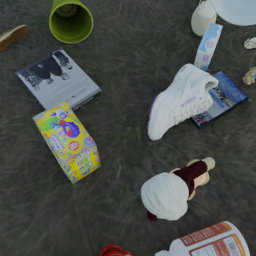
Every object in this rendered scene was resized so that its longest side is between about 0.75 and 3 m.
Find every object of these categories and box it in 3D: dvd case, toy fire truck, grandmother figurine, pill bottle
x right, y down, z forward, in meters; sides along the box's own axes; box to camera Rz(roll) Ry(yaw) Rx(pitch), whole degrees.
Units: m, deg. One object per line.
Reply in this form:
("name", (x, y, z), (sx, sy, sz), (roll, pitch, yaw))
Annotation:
("dvd case", (2.638, -0.910, 8.919), (1.882, 0.165, 1.342), (-31, 63, -6))
("toy fire truck", (-0.512, 3.633, 6.234), (1.837, 1.030, 1.542), (-23, 82, -11))
("grandmother figurine", (0.771, 0.967, 4.507), (0.717, 2.366, 1.435), (35, 96, 21))
("pill bottle", (1.670, 2.980, 6.455), (1.938, 1.087, 1.087), (-16, 63, -9))
("dvd case", (-2.333, -1.508, 9.363), (1.842, 0.303, 2.451), (-36, 67, -18))

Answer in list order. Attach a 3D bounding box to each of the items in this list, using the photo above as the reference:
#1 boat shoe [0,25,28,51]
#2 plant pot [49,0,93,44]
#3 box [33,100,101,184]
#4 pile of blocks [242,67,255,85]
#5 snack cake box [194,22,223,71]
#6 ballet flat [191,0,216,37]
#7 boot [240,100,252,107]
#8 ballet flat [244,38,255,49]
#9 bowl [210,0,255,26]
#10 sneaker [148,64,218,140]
("boat shoe", (-4.366, -3.429, 10.323), (1.396, 0.504, 0.503), (-42, 70, -14))
("plant pot", (-2.172, -4.178, 10.277), (1.525, 1.525, 1.468), (-14, 51, -8))
("box", (-1.612, 0.421, 7.600), (0.968, 1.529, 1.587), (-32, 67, -16))
("pile of blocks", (4.149, -1.753, 9.555), (0.943, 0.387, 0.293), (-41, 25, -29))
("snack cake box", (2.786, -2.838, 9.774), (0.498, 0.852, 1.482), (21, 63, 11))
("ballet flat", (3.070, -4.728, 10.800), (0.938, 0.938, 2.701), (16, 63, 8))
("boot", (3.575, -1.084, 9.114), (0.983, 0.343, 0.647), (16, 61, 6))
("ballet flat", (4.792, -3.171, 10.246), (1.114, 0.356, 0.421), (-17, 62, -10))
("bowl", (2.942, -3.463, 6.608), (1.902, 1.902, 0.855), (32, 36, 16))
("sneaker", (1.631, -0.722, 8.319), (1.401, 1.053, 2.813), (29, 72, 25))
